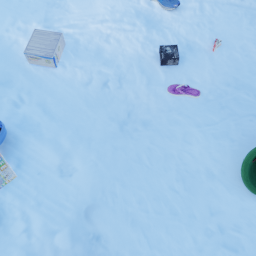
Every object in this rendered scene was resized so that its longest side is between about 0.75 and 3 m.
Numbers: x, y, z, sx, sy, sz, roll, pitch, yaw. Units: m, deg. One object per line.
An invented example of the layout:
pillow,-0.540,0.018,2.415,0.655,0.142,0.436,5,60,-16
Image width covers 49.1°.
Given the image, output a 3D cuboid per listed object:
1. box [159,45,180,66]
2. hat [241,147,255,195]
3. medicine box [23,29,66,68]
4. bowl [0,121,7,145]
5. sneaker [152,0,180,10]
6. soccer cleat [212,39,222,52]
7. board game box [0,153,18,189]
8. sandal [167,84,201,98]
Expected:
box,1.719,-3.052,11.745,0.774,0.454,0.761,-3,64,0
hat,4.958,1.105,9.865,2.323,2.045,1.925,-38,91,14
medicine box,-3.456,-3.344,11.733,1.264,0.714,1.388,11,66,5
bowl,-5.028,0.434,9.694,1.782,0.350,1.782,-15,41,13
sneaker,1.651,-6.177,13.056,1.805,0.805,0.709,35,69,15
soccer cleat,3.862,-3.574,12.110,0.323,0.260,0.758,17,61,13
board game box,-4.716,1.414,9.690,1.043,0.266,1.552,-39,70,-17
sandal,2.226,-1.528,11.074,1.350,0.332,0.550,8,65,4
